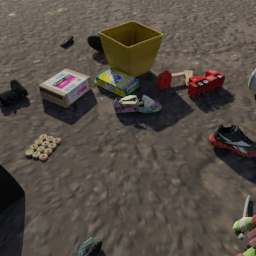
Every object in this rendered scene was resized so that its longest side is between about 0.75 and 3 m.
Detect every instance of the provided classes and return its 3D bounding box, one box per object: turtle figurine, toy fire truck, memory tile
[{"bbox_3d":[3.016,2.716,5.768,2.443,2.520,1.813,-43,78,-14],"label":"turtle figurine"},{"bbox_3d":[2.530,-1.920,11.227,2.285,0.557,1.611,-23,47,-24],"label":"toy fire truck"},{"bbox_3d":[-2.653,0.587,8.775,0.760,0.083,0.992,14,44,16],"label":"memory tile"}]

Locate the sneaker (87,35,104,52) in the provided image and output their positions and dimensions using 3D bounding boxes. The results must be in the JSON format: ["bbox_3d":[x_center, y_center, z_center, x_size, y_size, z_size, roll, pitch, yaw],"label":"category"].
[{"bbox_3d":[-0.941,-4.171,13.667,2.027,0.751,0.897,12,42,-1],"label":"sneaker"}]

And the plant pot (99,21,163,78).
[{"bbox_3d":[0.120,-3.207,11.825,1.909,1.684,1.909,-29,49,-28],"label":"plant pot"}]

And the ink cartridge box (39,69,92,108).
[{"bbox_3d":[-2.391,-1.579,10.818,1.306,0.596,1.586,21,45,23],"label":"ink cartridge box"}]

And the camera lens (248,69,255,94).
[{"bbox_3d":[5.439,-1.581,10.244,1.359,1.359,1.700,-19,46,-20],"label":"camera lens"}]

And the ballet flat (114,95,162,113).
[{"bbox_3d":[0.358,-0.880,10.011,1.750,0.623,0.605,-2,40,-2],"label":"ballet flat"}]

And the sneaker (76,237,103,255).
[{"bbox_3d":[-0.975,2.794,6.173,0.374,0.356,0.944,14,35,36],"label":"sneaker"}]

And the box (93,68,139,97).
[{"bbox_3d":[-0.512,-1.906,11.336,1.711,0.414,1.004,26,47,28],"label":"box"}]

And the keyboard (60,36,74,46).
[{"bbox_3d":[-3.075,-4.426,14.388,0.528,0.201,1.014,-9,38,26],"label":"keyboard"}]

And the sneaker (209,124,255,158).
[{"bbox_3d":[3.326,0.351,8.451,1.616,0.789,0.571,20,34,16],"label":"sneaker"}]

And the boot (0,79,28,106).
[{"bbox_3d":[-4.505,-1.348,10.708,0.983,0.444,1.200,-34,53,-28],"label":"boot"}]

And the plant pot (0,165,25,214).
[{"bbox_3d":[-3.752,1.358,6.989,1.486,1.321,1.490,28,48,27],"label":"plant pot"}]
